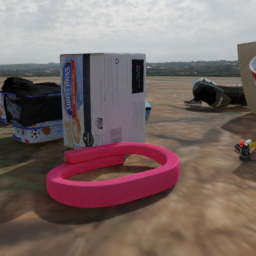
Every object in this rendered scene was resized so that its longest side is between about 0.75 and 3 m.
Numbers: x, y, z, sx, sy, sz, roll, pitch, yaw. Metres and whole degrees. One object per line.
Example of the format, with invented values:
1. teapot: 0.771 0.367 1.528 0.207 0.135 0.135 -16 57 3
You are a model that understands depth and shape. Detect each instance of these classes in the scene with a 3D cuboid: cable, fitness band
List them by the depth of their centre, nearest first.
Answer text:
1. fitness band: -0.198 0.662 4.367 2.114 0.396 1.518 -9 18 -32
2. cable: 2.357 0.413 5.724 0.432 0.224 0.889 8 15 31

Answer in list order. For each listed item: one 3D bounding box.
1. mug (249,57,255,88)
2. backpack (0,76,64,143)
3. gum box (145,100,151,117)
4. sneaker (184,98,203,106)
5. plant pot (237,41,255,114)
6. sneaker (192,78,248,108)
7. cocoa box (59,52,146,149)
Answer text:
1. mug: 3.499 -0.625 6.415 1.703 1.919 1.280 -42 34 -23
2. backpack: -2.152 -0.493 6.814 1.915 1.549 2.010 20 17 41
3. gum box: -0.445 -1.066 9.982 1.803 0.473 2.122 -6 39 -24
4. sneaker: 2.952 -1.216 12.645 0.882 0.386 0.325 9 15 34
5. plant pot: 5.705 -1.662 9.639 2.912 2.582 2.916 -2 12 -8
6. sneaker: 4.089 -1.286 11.829 2.979 0.990 1.348 15 36 15
7. cocoa box: -0.513 -0.565 5.971 1.321 2.013 1.342 10 16 38
